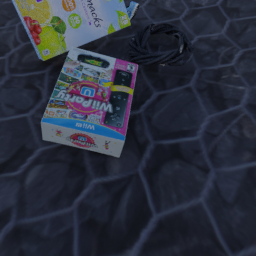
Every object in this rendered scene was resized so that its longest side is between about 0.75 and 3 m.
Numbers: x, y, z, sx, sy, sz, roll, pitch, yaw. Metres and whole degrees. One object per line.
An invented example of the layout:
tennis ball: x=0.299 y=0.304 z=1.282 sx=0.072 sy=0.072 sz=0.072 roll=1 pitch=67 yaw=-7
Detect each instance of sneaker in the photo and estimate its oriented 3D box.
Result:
sneaker: x=0.068 y=-3.891 z=9.360 sx=0.373 sy=0.829 sz=0.325 roll=38 pitch=53 yaw=-1

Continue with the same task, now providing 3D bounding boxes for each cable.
cable: x=0.925 y=-2.520 z=8.525 sx=1.890 sy=0.588 sz=2.316 roll=-12 pitch=45 yaw=5

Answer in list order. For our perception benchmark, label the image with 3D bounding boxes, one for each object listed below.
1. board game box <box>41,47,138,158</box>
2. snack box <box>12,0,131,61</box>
board game box: x=-0.823 y=-0.694 z=6.833 sx=1.834 sy=0.799 sz=2.486 roll=13 pitch=55 yaw=-5
snack box: x=-1.677 y=-3.640 z=8.026 sx=2.915 sy=2.459 sz=0.987 roll=-28 pitch=26 yaw=-15
